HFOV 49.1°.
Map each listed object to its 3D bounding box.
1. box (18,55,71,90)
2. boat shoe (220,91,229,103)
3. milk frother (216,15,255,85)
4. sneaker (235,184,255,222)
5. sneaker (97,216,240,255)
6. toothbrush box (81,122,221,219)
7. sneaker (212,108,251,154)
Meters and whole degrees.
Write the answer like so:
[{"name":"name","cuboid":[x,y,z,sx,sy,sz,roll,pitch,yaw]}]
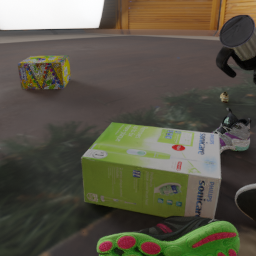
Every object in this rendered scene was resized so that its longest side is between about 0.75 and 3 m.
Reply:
[{"name":"box","cuboid":[-3.599,-2.499,12.367,1.792,1.135,1.861,0,24,0]},{"name":"boat shoe","cuboid":[3.622,-1.210,10.424,0.297,0.316,0.830,4,24,9]},{"name":"milk frother","cuboid":[3.011,-1.777,6.728,1.414,1.276,1.330,24,1,42]},{"name":"sneaker","cuboid":[2.380,1.460,3.606,2.243,0.793,1.112,23,27,34]},{"name":"sneaker","cuboid":[0.512,1.586,3.736,1.836,0.705,0.769,-4,-4,-4]},{"name":"toothbrush box","cuboid":[0.493,0.709,5.171,2.229,0.959,1.623,8,25,14]},{"name":"sneaker","cuboid":[2.216,0.043,6.577,1.513,1.058,0.588,-9,25,-19]}]
